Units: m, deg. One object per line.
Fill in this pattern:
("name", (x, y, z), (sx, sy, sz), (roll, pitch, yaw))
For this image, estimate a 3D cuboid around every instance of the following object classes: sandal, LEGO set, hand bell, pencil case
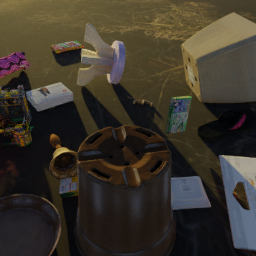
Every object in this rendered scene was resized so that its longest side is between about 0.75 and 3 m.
("sandal", (3.428, -0.213, 9.403), (2.451, 0.552, 0.921), (-18, 39, -23))
("LEGO set", (-4.307, -0.443, 8.851), (2.703, 1.566, 2.079), (-1, 36, -2))
("hand bell", (-1.971, 0.616, 8.067), (0.910, 0.910, 1.748), (-15, 33, -20))
("pencil case", (-5.523, -2.666, 12.552), (1.027, 0.995, 2.192), (34, 47, 10))

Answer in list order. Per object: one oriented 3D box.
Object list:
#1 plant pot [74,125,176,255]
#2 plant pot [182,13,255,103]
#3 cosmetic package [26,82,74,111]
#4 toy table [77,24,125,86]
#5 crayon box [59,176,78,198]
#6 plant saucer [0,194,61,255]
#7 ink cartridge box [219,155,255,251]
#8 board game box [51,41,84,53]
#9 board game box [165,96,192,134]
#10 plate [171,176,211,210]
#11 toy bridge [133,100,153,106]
("plant pot", (-0.057, 1.344, 5.764), (2.309, 2.285, 2.309), (0, 36, 0))
("plant pot", (3.615, -2.523, 11.013), (2.430, 2.744, 2.741), (-16, 37, 1))
("cosmetic package", (-3.072, -1.254, 11.020), (1.492, 0.385, 1.125), (-23, 44, -29))
("toy table", (-1.158, -2.914, 11.772), (1.608, 2.524, 2.746), (8, 9, -14))
("crayon box", (-1.357, 1.505, 7.255), (0.788, 0.203, 0.495), (-10, 37, -3))
("plant saucer", (-2.514, 2.369, 5.964), (2.199, 0.379, 2.199), (-1, 36, 1))
("ink cartridge box", (3.516, 1.815, 6.498), (2.511, 0.637, 2.850), (2, 35, 10))
("board game box", (-3.401, -4.615, 15.854), (1.732, 0.260, 0.827), (-18, 40, -28))
("board game box", (1.572, -0.403, 8.745), (0.778, 1.157, 0.168), (-9, 27, -37))
("plate", (1.493, 1.609, 7.200), (1.032, 0.167, 1.034), (-3, 36, -3))
("toy bridge", (0.582, -1.002, 10.896), (0.769, 0.105, 0.258), (10, 34, 14))
